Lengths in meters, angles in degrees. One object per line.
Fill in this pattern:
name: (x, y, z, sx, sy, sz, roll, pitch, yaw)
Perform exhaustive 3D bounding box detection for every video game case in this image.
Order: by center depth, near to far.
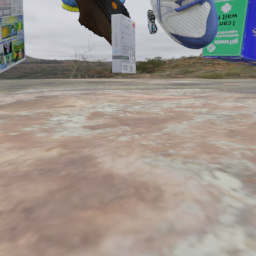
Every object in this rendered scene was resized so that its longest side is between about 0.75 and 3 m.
video game case: (-1.841, -1.509, 4.013, 0.164, 1.360, 1.492, 7, 25, -1)

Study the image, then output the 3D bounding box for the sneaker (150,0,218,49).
sneaker: (0.589, -2.252, 3.979, 0.898, 2.385, 1.051, -25, 5, 14)

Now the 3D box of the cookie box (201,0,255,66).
cookie box: (2.856, -2.870, 6.519, 2.301, 2.690, 1.011, -5, 13, -44)

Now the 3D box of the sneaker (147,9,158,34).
sneaker: (0.690, -3.293, 8.731, 0.301, 0.769, 0.346, -10, 5, -22)

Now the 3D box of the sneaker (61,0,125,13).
sneaker: (-0.952, -4.310, 8.788, 0.853, 1.014, 2.587, 37, 44, 27)

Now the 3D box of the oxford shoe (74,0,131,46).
oxford shoe: (-0.673, -3.030, 7.853, 1.251, 2.965, 1.077, -8, 46, 27)

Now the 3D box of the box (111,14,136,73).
box: (-0.090, -2.088, 7.149, 0.281, 1.365, 1.064, 5, 12, 20)
